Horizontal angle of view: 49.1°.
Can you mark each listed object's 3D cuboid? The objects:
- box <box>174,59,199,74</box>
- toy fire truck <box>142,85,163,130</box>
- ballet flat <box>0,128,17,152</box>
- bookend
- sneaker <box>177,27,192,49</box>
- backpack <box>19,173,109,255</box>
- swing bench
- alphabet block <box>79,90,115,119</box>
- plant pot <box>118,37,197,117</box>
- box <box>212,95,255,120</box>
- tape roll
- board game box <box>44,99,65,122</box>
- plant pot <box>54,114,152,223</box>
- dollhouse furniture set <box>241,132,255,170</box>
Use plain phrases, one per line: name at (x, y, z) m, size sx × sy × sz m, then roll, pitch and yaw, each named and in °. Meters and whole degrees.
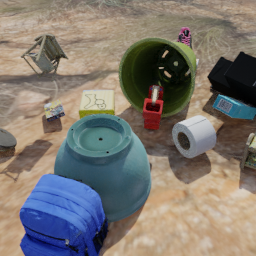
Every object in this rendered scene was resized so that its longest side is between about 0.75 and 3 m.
box at (2.658, -2.885, 12.913) m, size 1.082 × 0.548 × 0.609 m, roll 14°, pitch 43°, yaw 16°
toy fire truck at (0.879, -0.839, 9.434) m, size 0.565 × 1.635 × 2.318 m, roll 7°, pitch 50°, yaw 6°
ballet flat at (-4.861, 0.257, 9.224) m, size 2.732 × 0.633 × 0.920 m, roll 18°, pitch 20°, yaw 12°
bookend at (4.026, -1.922, 10.134) m, size 2.577 × 2.561 × 1.187 m, roll 37°, pitch 94°, yaw 36°
sneaker at (2.821, -4.241, 14.041) m, size 1.006 × 1.215 × 2.546 m, roll 5°, pitch 42°, yaw 4°
backpack at (-1.319, 2.076, 5.855) m, size 1.635 × 2.012 × 1.688 m, roll 10°, pitch 41°, yaw 10°
swing bench at (-2.585, -2.237, 8.849) m, size 0.699 × 1.072 × 1.078 m, roll 18°, pitch 68°, yaw 23°
alphabet block at (-1.015, -0.510, 9.602) m, size 1.167 × 1.173 × 1.195 m, roll -1°, pitch 40°, yaw 0°
plant pot at (1.477, -2.206, 10.803) m, size 2.840 × 2.840 × 2.697 m, roll 17°, pitch 31°, yaw 19°
box at (3.764, -0.702, 9.710) m, size 1.927 × 0.474 × 0.793 m, roll 0°, pitch 29°, yaw -48°
tape roll at (2.032, 0.270, 8.686) m, size 0.797 × 1.161 × 1.161 m, roll -21°, pitch 44°, yaw -22°
board game box at (-2.669, -0.645, 10.134) m, size 0.649 × 0.166 × 0.959 m, roll -22°, pitch 40°, yaw -7°
plant pot at (-0.707, 0.806, 7.507) m, size 2.774 × 1.858 × 2.774 m, roll 0°, pitch 39°, yaw 0°
dollhouse furniture set at (4.597, 0.622, 8.200) m, size 1.902 × 1.057 × 1.682 m, roll 19°, pitch 43°, yaw 30°
